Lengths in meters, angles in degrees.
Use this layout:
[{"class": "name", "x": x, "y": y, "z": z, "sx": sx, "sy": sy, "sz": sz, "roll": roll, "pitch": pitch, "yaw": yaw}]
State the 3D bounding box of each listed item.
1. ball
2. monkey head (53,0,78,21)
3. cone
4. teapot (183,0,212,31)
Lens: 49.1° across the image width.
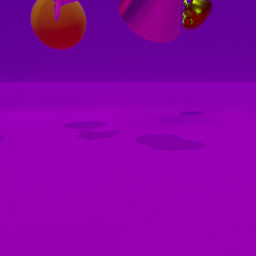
[{"class": "ball", "x": -1.661, "y": -2.567, "z": 6.764, "sx": 1.299, "sy": 1.299, "sz": 1.299, "roll": 0, "pitch": 10, "yaw": 0}, {"class": "monkey head", "x": -1.197, "y": -2.652, "z": 5.085, "sx": 0.928, "sy": 1.540, "sz": 1.108, "roll": 30, "pitch": -15, "yaw": -13}, {"class": "cone", "x": 0.593, "y": -2.220, "z": 4.389, "sx": 1.204, "sy": 1.204, "sz": 1.209, "roll": -4, "pitch": -23, "yaw": -22}, {"class": "teapot", "x": 2.140, "y": -3.817, "z": 9.060, "sx": 0.882, "sy": 1.802, "sz": 1.120, "roll": 36, "pitch": -28, "yaw": -12}]
